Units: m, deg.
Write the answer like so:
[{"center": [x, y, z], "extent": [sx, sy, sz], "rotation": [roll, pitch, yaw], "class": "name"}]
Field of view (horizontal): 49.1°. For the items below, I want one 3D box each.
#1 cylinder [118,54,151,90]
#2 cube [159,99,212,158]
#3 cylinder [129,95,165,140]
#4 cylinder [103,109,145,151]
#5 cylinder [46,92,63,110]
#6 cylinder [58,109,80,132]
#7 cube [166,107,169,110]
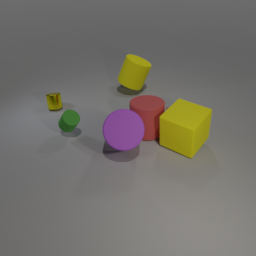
[{"center": [0.329, -2.925, 14.707], "extent": [1.400, 1.400, 1.400], "rotation": [19, 28, -10], "class": "cylinder"}, {"center": [2.125, -0.016, 10.439], "extent": [1.400, 1.400, 1.400], "rotation": [24, 48, 31], "class": "cube"}, {"center": [0.768, -0.437, 11.382], "extent": [1.400, 1.400, 1.400], "rotation": [-1, 30, 1], "class": "cylinder"}, {"center": [-0.159, 0.110, 9.969], "extent": [1.400, 1.400, 1.400], "rotation": [-1, -5, -1], "class": "cylinder"}, {"center": [-3.527, -1.303, 13.399], "extent": [0.700, 0.700, 0.700], "rotation": [-4, 19, 2], "class": "cylinder"}, {"center": [-2.327, -0.274, 11.055], "extent": [0.700, 0.700, 0.700], "rotation": [12, 61, -23], "class": "cylinder"}, {"center": [2.018, -0.427, 12.077], "extent": [0.700, 0.700, 0.700], "rotation": [0, 31, 1], "class": "cube"}]
